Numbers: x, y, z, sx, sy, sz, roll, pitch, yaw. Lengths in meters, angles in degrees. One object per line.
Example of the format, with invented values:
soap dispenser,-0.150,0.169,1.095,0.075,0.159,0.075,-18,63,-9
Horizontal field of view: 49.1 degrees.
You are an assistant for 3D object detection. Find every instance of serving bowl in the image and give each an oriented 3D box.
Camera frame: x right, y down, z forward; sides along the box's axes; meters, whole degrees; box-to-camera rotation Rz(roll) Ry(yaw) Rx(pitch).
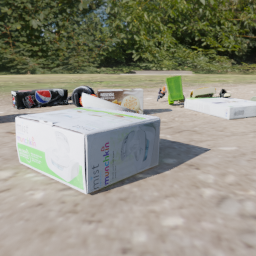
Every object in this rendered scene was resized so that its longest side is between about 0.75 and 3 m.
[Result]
serving bowl,-0.692,-0.577,9.386,1.912,0.629,1.912,19,3,-1

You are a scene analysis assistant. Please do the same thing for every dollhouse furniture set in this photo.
dollhouse furniture set,2.858,-1.831,12.890,2.128,1.068,1.394,-9,-4,6

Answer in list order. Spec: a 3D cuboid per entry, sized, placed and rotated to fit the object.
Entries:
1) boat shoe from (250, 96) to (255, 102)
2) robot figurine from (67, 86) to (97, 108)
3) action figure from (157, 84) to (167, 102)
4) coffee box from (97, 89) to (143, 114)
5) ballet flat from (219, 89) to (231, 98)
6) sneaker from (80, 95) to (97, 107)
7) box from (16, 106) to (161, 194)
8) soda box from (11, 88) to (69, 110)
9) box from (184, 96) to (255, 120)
boat shoe,5.798,-0.935,10.916,0.734,0.869,2.436,-7,12,-11
robot figurine,-2.015,-1.408,12.763,1.177,0.977,1.566,33,13,-5
action figure,1.779,-1.732,14.384,0.460,0.880,0.852,17,-25,-2
coffee box,-0.323,-1.019,10.981,1.761,1.007,0.702,-2,14,-9
ballet flat,4.318,-1.552,12.528,0.403,0.345,1.213,1,13,3
sneaker,-1.004,-0.980,11.706,1.993,0.727,0.769,9,10,-10
box,-0.800,0.231,5.594,2.198,1.063,1.939,12,18,40
soda box,-4.060,-1.394,13.069,2.425,0.768,0.858,-10,16,-34
box,3.982,-0.902,11.634,2.045,0.515,2.834,-6,16,-22
